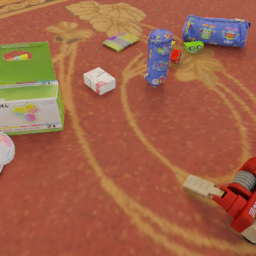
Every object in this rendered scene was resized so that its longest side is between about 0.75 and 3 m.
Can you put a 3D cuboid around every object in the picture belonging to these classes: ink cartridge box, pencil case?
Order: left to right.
[{"bbox_3d":[-3.109,0.631,5.930,1.675,0.760,0.696,-24,23,36],"label":"pencil case"},{"bbox_3d":[-3.040,-1.069,8.199,1.910,2.585,0.979,-6,46,-5],"label":"ink cartridge box"},{"bbox_3d":[-1.061,-1.744,10.381,0.748,0.422,1.021,-32,53,-27],"label":"ink cartridge box"},{"bbox_3d":[1.025,-2.427,9.811,0.857,1.972,0.770,-12,49,-14],"label":"pencil case"},{"bbox_3d":[3.854,-4.300,12.332,2.853,1.239,1.113,12,48,12],"label":"pencil case"}]

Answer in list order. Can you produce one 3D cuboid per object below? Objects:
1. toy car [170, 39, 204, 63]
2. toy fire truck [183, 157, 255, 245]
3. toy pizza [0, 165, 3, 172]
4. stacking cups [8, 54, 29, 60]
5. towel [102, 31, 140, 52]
[{"bbox_3d":[2.323,-3.362,11.970,1.847,0.438,1.962,-10,47,-10],"label":"toy car"},{"bbox_3d":[2.640,1.455,6.829,2.145,1.380,1.888,36,55,17],"label":"toy fire truck"},{"bbox_3d":[-4.617,1.022,7.707,2.294,0.363,2.294,0,46,0],"label":"toy pizza"},{"bbox_3d":[-4.591,-2.798,11.569,0.933,0.282,0.282,-21,49,-13],"label":"stacking cups"},{"bbox_3d":[-0.294,-3.944,12.726,1.082,0.172,1.507,33,55,27],"label":"towel"}]
